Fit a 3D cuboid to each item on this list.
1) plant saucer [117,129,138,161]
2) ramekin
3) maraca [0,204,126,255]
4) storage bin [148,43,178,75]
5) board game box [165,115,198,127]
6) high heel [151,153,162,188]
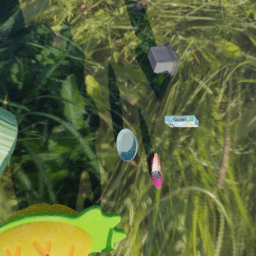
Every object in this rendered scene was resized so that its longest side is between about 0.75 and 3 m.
[{"bbox_3d":[-0.009,0.461,7.677,0.121,0.886,0.886,-2,53,-37],"label":"plant saucer"},{"bbox_3d":[-3.806,0.355,6.942,2.333,1.140,2.333,-20,57,33],"label":"ramekin"},{"bbox_3d":[-1.454,2.317,5.781,2.780,1.906,1.487,-13,42,-1],"label":"maraca"},{"bbox_3d":[1.069,-2.177,9.028,0.679,0.736,1.011,-5,57,-17],"label":"storage bin"},{"bbox_3d":[1.486,-0.180,7.741,0.790,0.597,0.185,-1,77,25],"label":"board game box"},{"bbox_3d":[0.773,1.129,7.460,0.298,0.425,0.886,1,58,-2],"label":"high heel"}]
